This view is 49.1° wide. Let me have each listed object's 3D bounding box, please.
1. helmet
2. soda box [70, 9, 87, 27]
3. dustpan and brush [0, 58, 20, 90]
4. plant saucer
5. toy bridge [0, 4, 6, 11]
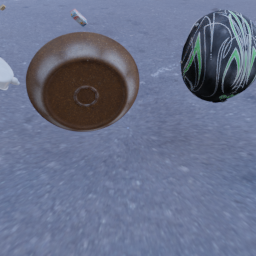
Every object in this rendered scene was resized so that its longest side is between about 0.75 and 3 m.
[{"bbox_3d":[2.261,-1.742,6.744,1.970,1.878,1.970,4,62,-7],"label":"helmet"},{"bbox_3d":[-1.947,-4.362,11.106,0.254,0.799,0.273,-23,70,21],"label":"soda box"},{"bbox_3d":[-3.275,-1.405,7.150,1.359,0.557,1.948,50,14,9],"label":"dustpan and brush"},{"bbox_3d":[-0.716,-0.606,4.717,1.939,1.939,0.355,-6,39,-8],"label":"plant saucer"},{"bbox_3d":[-3.255,-3.174,6.845,0.770,0.259,0.105,59,16,10],"label":"toy bridge"}]
